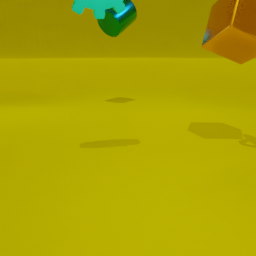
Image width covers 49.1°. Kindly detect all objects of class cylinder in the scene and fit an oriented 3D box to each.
[{"bbox_3d":[-0.436,-4.428,11.125,1.175,1.175,1.175,14,53,42],"label":"cylinder"}]

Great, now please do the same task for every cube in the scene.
[{"bbox_3d":[2.639,-2.386,6.495,1.200,1.200,1.200,19,-10,-13],"label":"cube"}]

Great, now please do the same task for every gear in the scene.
[{"bbox_3d":[-0.512,-2.688,4.650,1.592,1.592,0.294,-3,31,-11],"label":"gear"}]
